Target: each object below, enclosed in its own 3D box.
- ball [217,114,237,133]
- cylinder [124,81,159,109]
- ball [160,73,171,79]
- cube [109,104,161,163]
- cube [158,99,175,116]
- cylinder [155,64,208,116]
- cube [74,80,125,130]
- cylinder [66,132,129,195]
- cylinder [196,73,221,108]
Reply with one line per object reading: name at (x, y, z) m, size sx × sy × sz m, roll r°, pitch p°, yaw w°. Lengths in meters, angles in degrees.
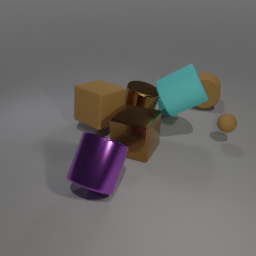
ball at (3.616, -0.179, 10.237) m, size 0.700 × 0.700 × 0.700 m, roll 0°, pitch 29°, yaw 0°
cylinder at (0.477, -1.067, 11.789) m, size 1.400 × 1.400 × 1.400 m, roll 13°, pitch 31°, yaw -8°
ball at (2.111, -2.000, 13.704) m, size 1.400 × 1.400 × 1.400 m, roll 0°, pitch 29°, yaw 0°
cube at (0.277, 0.146, 9.924) m, size 1.400 × 1.400 × 1.400 m, roll 12°, pitch 32°, yaw 21°
cube at (1.780, -0.968, 12.132) m, size 0.700 × 0.700 × 0.700 m, roll 6°, pitch 22°, yaw 29°
cylinder at (1.889, -1.317, 9.879) m, size 1.400 × 1.400 × 1.400 m, roll -24°, pitch 24°, yaw 18°
cube at (-1.112, -0.941, 10.866) m, size 1.400 × 1.400 × 1.400 m, roll 22°, pitch 29°, yaw 32°
cylinder at (-0.841, 0.981, 7.898) m, size 1.400 × 1.400 × 1.400 m, roll 19°, pitch -7°, yaw 3°
cylinder at (3.641, -1.791, 13.229) m, size 1.400 × 1.400 × 1.400 m, roll 9°, pitch 25°, yaw 15°
